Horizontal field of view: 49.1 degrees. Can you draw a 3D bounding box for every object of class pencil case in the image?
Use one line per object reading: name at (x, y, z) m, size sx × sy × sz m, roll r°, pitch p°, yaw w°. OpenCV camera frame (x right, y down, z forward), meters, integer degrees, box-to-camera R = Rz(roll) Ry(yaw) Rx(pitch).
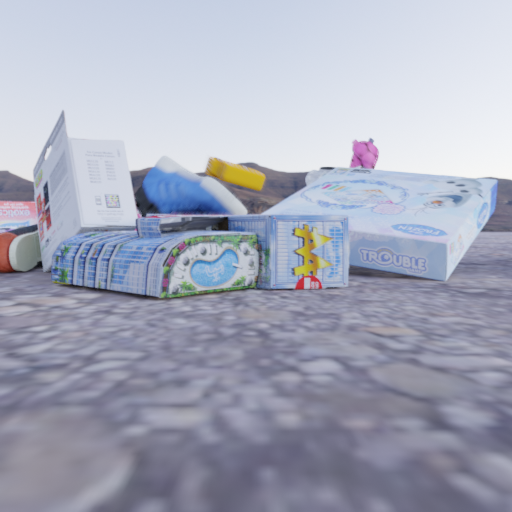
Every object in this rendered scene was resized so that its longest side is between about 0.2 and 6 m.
pencil case at (2.496, -2.118, 13.629) m, size 0.729 × 0.707 × 1.557 m, roll 36°, pitch -28°, yaw 16°

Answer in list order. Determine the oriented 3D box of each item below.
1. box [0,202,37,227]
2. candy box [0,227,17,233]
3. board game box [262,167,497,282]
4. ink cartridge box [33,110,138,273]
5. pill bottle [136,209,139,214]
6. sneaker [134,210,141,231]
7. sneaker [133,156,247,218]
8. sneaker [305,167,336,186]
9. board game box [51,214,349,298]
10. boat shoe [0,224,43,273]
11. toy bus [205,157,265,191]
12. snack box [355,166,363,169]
box at (-6.424, -0.819, 14.923) m, size 2.624 × 1.242 × 1.347 m, roll -1°, pitch 3°, yaw -22°
candy box at (-5.496, -0.384, 13.118) m, size 1.366 × 0.582 × 1.628 m, roll 1°, pitch 3°, yaw 15°
board game box at (1.727, -0.581, 7.767) m, size 2.532 × 0.549 × 2.519 m, roll 11°, pitch 28°, yaw 32°
ink cartridge box at (-2.255, -0.769, 7.177) m, size 0.728 × 1.525 × 1.737 m, roll -3°, pitch -16°, yaw -35°
pill bottle at (-2.942, -0.883, 13.382) m, size 0.512 × 0.512 × 0.900 m, roll -3°, pitch 22°, yaw -44°
sneaker at (-3.357, -0.572, 12.967) m, size 1.016 × 1.205 × 2.755 m, roll -32°, pitch 43°, yaw -31°
sneaker at (-1.682, -1.069, 12.879) m, size 3.053 × 1.698 × 1.172 m, roll 32°, pitch -10°, yaw 34°
sneaker at (1.216, -0.425, 9.764) m, size 1.200 × 1.387 × 3.202 m, roll 6°, pitch 28°, yaw 18°
board game box at (-0.417, -0.070, 5.919) m, size 2.483 × 0.766 × 2.484 m, roll 2°, pitch 4°, yaw 42°
boat shoe at (-3.309, -0.108, 8.056) m, size 0.600 × 0.682 × 1.916 m, roll -2°, pitch 8°, yaw 2°
toy bus at (-0.405, -1.538, 10.528) m, size 1.063 × 0.346 × 0.416 m, roll 12°, pitch 16°, yaw -28°
snack box at (3.229, -1.080, 13.474) m, size 3.168 × 0.385 × 1.139 m, roll 30°, pitch -18°, yaw -24°
